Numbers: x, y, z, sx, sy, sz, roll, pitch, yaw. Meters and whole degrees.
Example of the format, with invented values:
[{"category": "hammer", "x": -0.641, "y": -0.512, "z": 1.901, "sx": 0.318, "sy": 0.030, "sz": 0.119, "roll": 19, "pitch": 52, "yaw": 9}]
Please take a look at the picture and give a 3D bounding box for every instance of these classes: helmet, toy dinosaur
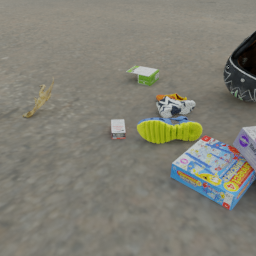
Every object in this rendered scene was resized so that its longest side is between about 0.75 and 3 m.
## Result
[{"category": "helmet", "x": 5.085, "y": -2.250, "z": 11.138, "sx": 2.617, "sy": 2.495, "sz": 2.617, "roll": 34, "pitch": 9, "yaw": -6}, {"category": "toy dinosaur", "x": -3.164, "y": -1.169, "z": 10.579, "sx": 0.608, "sy": 2.088, "sz": 1.056, "roll": 33, "pitch": 21, "yaw": -27}]

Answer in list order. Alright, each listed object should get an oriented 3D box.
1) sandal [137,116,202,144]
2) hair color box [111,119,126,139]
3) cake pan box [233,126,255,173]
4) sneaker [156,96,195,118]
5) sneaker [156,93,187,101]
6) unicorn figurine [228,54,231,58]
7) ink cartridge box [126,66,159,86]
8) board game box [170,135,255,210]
[{"category": "sandal", "x": 1.332, "y": -0.004, "z": 9.358, "sx": 2.107, "sy": 0.837, "sz": 0.917, "roll": 4, "pitch": 25, "yaw": -7}, {"category": "hair color box", "x": -0.342, "y": 0.031, "z": 9.690, "sx": 0.473, "sy": 0.273, "sz": 0.853, "roll": -2, "pitch": 32, "yaw": -3}, {"category": "cake pan box", "x": 4.592, "y": 0.937, "z": 7.294, "sx": 2.617, "sy": 0.743, "sz": 2.841, "roll": -3, "pitch": 42, "yaw": -21}, {"category": "sneaker", "x": 1.783, "y": -0.944, "z": 10.868, "sx": 1.487, "sy": 0.593, "sz": 0.968, "roll": -20, "pitch": 46, "yaw": -11}, {"category": "sneaker", "x": 1.782, "y": -1.219, "z": 11.399, "sx": 1.312, "sy": 0.506, "sz": 0.479, "roll": 13, "pitch": 36, "yaw": 21}, {"category": "unicorn figurine", "x": 6.283, "y": -2.996, "z": 13.781, "sx": 2.968, "sy": 1.096, "sz": 2.038, "roll": 8, "pitch": 42, "yaw": 39}, {"category": "ink cartridge box", "x": 0.704, "y": -2.528, "z": 13.403, "sx": 1.309, "sy": 0.496, "sz": 0.968, "roll": 17, "pitch": 37, "yaw": 26}, {"category": "board game box", "x": 2.463, "y": 1.125, "z": 7.778, "sx": 1.817, "sy": 0.519, "sz": 1.856, "roll": 26, "pitch": 41, "yaw": 34}]
